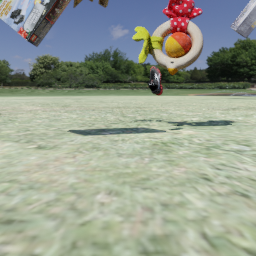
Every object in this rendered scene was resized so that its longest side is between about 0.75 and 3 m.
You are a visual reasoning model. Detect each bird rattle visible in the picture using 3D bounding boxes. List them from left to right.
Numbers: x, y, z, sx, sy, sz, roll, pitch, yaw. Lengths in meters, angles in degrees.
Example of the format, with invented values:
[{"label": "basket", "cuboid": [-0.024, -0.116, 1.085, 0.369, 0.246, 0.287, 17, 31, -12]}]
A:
[{"label": "bird rattle", "cuboid": [1.405, -2.717, 8.584, 2.453, 2.000, 1.382, -36, -16, -5]}]

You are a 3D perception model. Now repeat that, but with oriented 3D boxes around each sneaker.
[{"label": "sneaker", "cuboid": [0.726, -1.296, 7.684, 0.293, 0.828, 0.404, -9, 0, 42]}]

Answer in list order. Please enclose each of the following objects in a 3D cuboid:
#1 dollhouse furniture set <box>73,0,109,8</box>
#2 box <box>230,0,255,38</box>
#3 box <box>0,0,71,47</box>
[{"label": "dollhouse furniture set", "cuboid": [-1.114, -3.981, 8.599, 0.843, 0.687, 0.802, 32, -29, 2]}, {"label": "box", "cuboid": [3.314, -3.087, 7.119, 0.369, 1.527, 1.209, 34, 26, -3]}, {"label": "box", "cuboid": [-2.034, -3.172, 6.397, 1.489, 2.175, 0.434, 40, 6, 15]}]
